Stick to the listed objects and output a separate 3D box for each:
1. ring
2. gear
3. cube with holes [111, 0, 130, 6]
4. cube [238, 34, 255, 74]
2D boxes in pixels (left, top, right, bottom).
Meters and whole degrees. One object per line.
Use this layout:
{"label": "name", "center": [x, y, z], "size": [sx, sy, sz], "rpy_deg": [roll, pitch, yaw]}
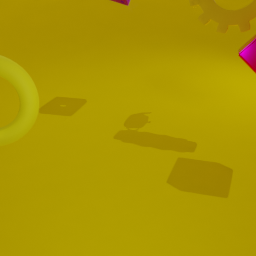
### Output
{"label": "ring", "center": [-1.797, -0.340, 3.626], "size": [1.242, 1.242, 0.248], "rpy_deg": [-6, 19, -10]}
{"label": "gear", "center": [2.442, -3.238, 6.355], "size": [2.062, 2.062, 0.381], "rpy_deg": [11, 21, 18]}
{"label": "cube with holes", "center": [-0.372, -4.447, 8.160], "size": [1.066, 1.066, 1.066], "rpy_deg": [20, 2, 6]}
{"label": "cube", "center": [2.858, -1.474, 5.437], "size": [0.979, 0.979, 0.979], "rpy_deg": [46, 28, 0]}
